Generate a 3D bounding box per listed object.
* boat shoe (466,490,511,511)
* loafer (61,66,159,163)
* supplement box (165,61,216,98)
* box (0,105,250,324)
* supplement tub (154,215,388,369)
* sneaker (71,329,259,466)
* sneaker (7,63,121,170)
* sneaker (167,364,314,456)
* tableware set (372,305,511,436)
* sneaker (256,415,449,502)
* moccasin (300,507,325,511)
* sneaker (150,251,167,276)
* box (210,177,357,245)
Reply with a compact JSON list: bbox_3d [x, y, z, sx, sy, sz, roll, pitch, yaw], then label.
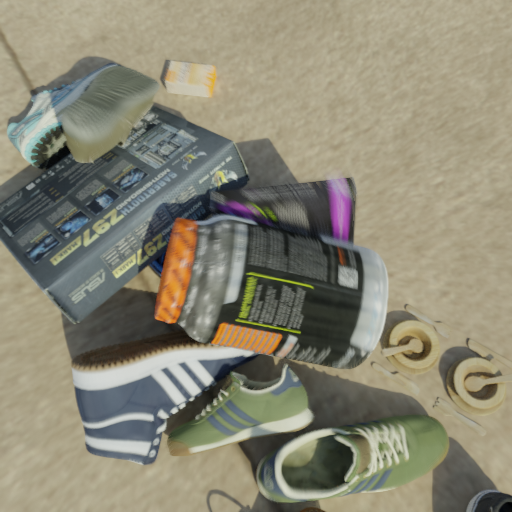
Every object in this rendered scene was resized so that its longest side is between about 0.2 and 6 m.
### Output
[{"bbox_3d":[3.240,4.509,7.148,0.995,0.943,2.846,9,65,4],"label":"boat shoe"},{"bbox_3d":[-2.405,-2.335,9.162,0.930,0.861,2.473,28,42,2],"label":"loafer"},{"bbox_3d":[-1.313,-3.561,11.289,0.909,0.334,0.573,7,65,4],"label":"supplement box"},{"bbox_3d":[-2.315,-0.924,9.164,3.578,0.913,2.822,-42,46,-17],"label":"box"},{"bbox_3d":[0.174,0.480,7.924,2.969,1.819,1.819,13,64,-12],"label":"supplement tub"},{"bbox_3d":[-1.200,2.020,8.306,2.942,1.031,1.596,-6,100,-32],"label":"sneaker"},{"bbox_3d":[-3.626,-2.895,10.628,1.130,1.016,2.617,34,69,18],"label":"sneaker"},{"bbox_3d":[-0.319,2.154,8.086,2.145,0.719,0.963,-15,91,6],"label":"sneaker"},{"bbox_3d":[2.974,1.695,8.772,2.033,0.407,1.344,30,68,13],"label":"tableware set"},{"bbox_3d":[1.426,2.813,7.742,2.887,1.296,0.968,-11,67,-6],"label":"sneaker"},{"bbox_3d":[0.347,4.692,6.939,1.103,1.164,3.015,25,67,11],"label":"moccasin"},{"bbox_3d":[-1.548,-0.177,9.335,0.867,0.965,2.346,-42,66,-14],"label":"sneaker"},{"bbox_3d":[0.456,-0.476,8.776,2.147,1.535,0.387,-6,52,2],"label":"box"}]
